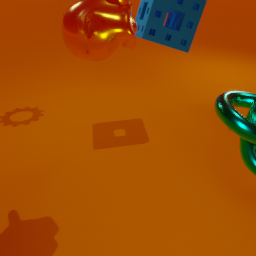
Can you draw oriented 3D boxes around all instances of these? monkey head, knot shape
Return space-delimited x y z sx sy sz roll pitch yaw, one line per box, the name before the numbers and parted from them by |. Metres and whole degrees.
monkey head | -0.450 -1.645 4.128 1.073 1.281 1.781 -7 19 -13
knot shape | 1.934 0.041 3.709 1.472 1.378 0.680 -9 -12 -4

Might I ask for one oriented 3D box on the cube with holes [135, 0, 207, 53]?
cube with holes | 1.031 -2.955 7.581 1.334 1.334 1.334 12 19 -16
